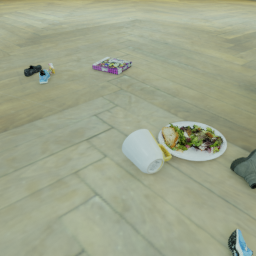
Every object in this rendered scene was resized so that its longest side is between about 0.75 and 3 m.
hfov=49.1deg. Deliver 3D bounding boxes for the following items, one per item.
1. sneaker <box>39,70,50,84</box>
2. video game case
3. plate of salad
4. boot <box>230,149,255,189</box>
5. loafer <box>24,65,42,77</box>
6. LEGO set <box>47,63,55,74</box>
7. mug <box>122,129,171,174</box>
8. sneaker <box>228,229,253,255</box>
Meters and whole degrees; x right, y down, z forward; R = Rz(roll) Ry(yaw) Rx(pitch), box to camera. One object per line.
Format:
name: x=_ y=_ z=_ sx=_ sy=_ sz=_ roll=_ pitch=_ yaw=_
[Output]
sneaker: x=-4.126 y=-2.645 z=13.830 sx=0.478 sy=0.548 sz=1.219 roll=-6 pitch=34 yaw=-9
video game case: x=-0.846 y=-3.415 z=15.248 sx=1.662 sy=0.298 sz=1.506 roll=18 pitch=37 yaw=25
plate of salad: x=2.144 y=0.288 z=9.337 sx=2.252 sy=0.541 sz=2.252 roll=0 pitch=32 yaw=0
boot: x=3.843 y=1.172 z=8.107 sx=1.550 sy=0.525 sz=1.012 roll=-22 pitch=43 yaw=-18
loafer: x=-4.941 y=-3.075 z=14.595 sx=0.421 sy=0.435 sz=1.239 roll=13 pitch=35 yaw=20
LEGO set: x=-4.033 y=-2.994 z=14.409 sx=0.422 sy=0.522 sz=1.135 roll=-13 pitch=22 yaw=-8
mug: x=0.642 y=0.708 z=8.288 sx=1.318 sy=1.056 sz=1.082 roll=-25 pitch=47 yaw=-15
sneaker: x=2.446 y=2.624 z=6.030 sx=0.419 sy=0.365 sz=0.931 roll=20 pitch=37 yaw=-5
